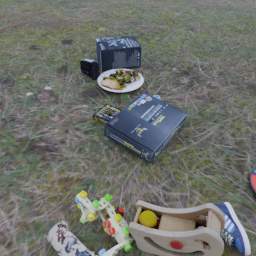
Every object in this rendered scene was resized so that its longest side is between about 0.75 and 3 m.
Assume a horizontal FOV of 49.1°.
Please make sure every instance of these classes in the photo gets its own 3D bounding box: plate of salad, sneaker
[{"bbox_3d":[-0.372,-2.536,14.149,2.344,0.563,2.344,0,39,0],"label":"plate of salad"},{"bbox_3d":[2.518,2.841,7.757,1.151,0.633,1.572,-13,45,-1],"label":"sneaker"}]

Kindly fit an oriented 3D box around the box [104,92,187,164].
[{"bbox_3d":[0.743,-0.139,11.001,2.179,0.705,2.763,31,49,20],"label":"box"}]

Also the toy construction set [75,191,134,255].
[{"bbox_3d":[-0.575,2.641,7.439,1.367,0.960,2.085,16,43,-50],"label":"toy construction set"}]

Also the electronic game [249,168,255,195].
[{"bbox_3d":[4.813,1.873,9.031,1.739,0.362,1.739,0,40,0],"label":"electronic game"}]

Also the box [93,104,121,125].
[{"bbox_3d":[-0.720,-0.502,11.919,1.250,0.308,0.998,22,43,24],"label":"box"}]

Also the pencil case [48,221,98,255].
[{"bbox_3d":[-1.481,3.129,7.328,0.699,0.608,1.564,-38,52,-26],"label":"pencil case"}]

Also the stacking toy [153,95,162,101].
[{"bbox_3d":[1.326,-1.204,12.729,0.723,0.338,0.799,25,46,27],"label":"stacking toy"}]

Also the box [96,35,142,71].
[{"bbox_3d":[-0.534,-4.194,15.608,2.284,1.223,1.696,-9,41,-10],"label":"box"}]

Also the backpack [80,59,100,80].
[{"bbox_3d":[-2.011,-3.168,14.693,1.219,0.994,0.937,18,34,30],"label":"backpack"}]

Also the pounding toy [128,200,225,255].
[{"bbox_3d":[1.407,2.873,6.808,2.939,1.680,1.686,11,41,13],"label":"pounding toy"}]
